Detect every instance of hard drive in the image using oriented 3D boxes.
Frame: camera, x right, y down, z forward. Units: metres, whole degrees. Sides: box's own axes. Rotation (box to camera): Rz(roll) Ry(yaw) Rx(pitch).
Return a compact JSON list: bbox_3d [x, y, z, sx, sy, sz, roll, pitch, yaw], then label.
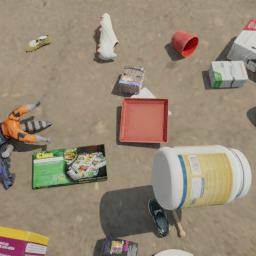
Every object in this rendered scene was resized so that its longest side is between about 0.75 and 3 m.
[{"bbox_3d":[0.771,-0.758,10.613,0.997,0.199,1.511,-36,68,-16],"label":"hard drive"}]

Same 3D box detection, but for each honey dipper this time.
[{"bbox_3d":[1.452,2.615,8.903,0.314,0.314,1.654,-17,66,-8],"label":"honey dipper"}]

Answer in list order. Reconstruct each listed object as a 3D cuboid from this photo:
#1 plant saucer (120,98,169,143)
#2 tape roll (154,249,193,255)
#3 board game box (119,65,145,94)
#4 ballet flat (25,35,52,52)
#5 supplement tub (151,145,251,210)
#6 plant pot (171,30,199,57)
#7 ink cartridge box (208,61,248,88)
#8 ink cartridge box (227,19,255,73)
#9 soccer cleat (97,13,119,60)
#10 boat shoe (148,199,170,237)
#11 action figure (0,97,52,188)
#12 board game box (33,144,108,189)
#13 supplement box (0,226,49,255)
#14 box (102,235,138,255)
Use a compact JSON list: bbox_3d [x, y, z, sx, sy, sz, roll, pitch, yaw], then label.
[{"bbox_3d":[0.608,-0.261,10.136,1.697,0.311,1.694,1,72,8],"label":"plant saucer"},{"bbox_3d":[1.337,4.545,7.903,2.091,0.382,2.091,0,64,1],"label":"tape roll"},{"bbox_3d":[0.161,-1.881,10.883,0.801,0.487,1.005,10,54,9],"label":"board game box"},{"bbox_3d":[-3.847,-3.657,11.937,1.208,0.381,0.415,-30,67,-13],"label":"ballet flat"},{"bbox_3d":[1.767,1.186,6.969,2.074,1.500,1.500,-1,63,-15],"label":"supplement tub"},{"bbox_3d":[2.314,-3.578,11.658,0.947,0.947,0.838,-35,60,-16],"label":"plant pot"},{"bbox_3d":[3.943,-2.130,11.096,1.284,0.533,0.941,-1,64,-1],"label":"ink cartridge box"},{"bbox_3d":[5.540,-3.127,11.335,2.335,0.968,1.714,33,67,15],"label":"ink cartridge box"},{"bbox_3d":[-0.819,-3.855,11.882,0.856,0.765,2.206,3,71,-4],"label":"soccer cleat"},{"bbox_3d":[0.997,2.771,8.779,0.463,0.369,1.224,-22,66,-11],"label":"boat shoe"},{"bbox_3d":[-4.005,0.490,9.665,2.733,1.478,2.825,-16,94,-1],"label":"action figure"},{"bbox_3d":[-1.967,1.294,9.570,2.459,0.288,1.288,-6,66,-3],"label":"board game box"},{"bbox_3d":[-3.317,4.086,7.364,1.398,1.773,2.709,8,63,5],"label":"supplement box"},{"bbox_3d":[-0.227,3.567,8.253,0.994,0.608,0.527,12,64,6],"label":"box"}]
